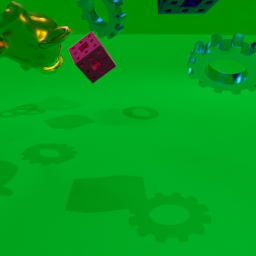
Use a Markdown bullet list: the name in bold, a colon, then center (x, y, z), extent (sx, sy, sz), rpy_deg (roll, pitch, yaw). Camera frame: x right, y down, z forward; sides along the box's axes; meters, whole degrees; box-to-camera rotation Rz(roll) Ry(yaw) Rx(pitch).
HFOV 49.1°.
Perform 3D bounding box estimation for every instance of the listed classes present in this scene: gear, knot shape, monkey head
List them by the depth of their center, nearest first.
- **gear**: center (1.462, -0.897, 4.131), extent (1.156, 0.214, 1.156), rpy_deg (16, -20, 6)
- **monkey head**: center (-1.901, -1.456, 5.109), extent (1.184, 1.413, 1.965), rpy_deg (34, -25, -29)
- **gear**: center (-0.590, -2.573, 6.120), extent (1.223, 1.223, 0.226), rpy_deg (18, 49, 39)
- **knot shape**: center (-2.897, -2.340, 9.360), extent (1.505, 0.696, 1.409), rpy_deg (17, 19, -13)

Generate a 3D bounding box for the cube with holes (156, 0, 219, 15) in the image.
- **cube with holes**: center (1.011, -2.519, 4.619), extent (0.912, 0.912, 0.912), rpy_deg (-5, 0, -10)

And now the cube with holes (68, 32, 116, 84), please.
- **cube with holes**: center (-1.057, -2.073, 8.263), extent (0.889, 0.889, 0.889), rpy_deg (-35, 48, 8)
